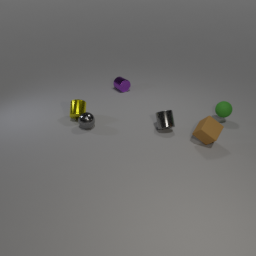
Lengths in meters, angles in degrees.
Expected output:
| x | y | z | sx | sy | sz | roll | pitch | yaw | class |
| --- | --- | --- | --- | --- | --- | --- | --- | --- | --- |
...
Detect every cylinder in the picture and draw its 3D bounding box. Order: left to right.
| x | y | z | sx | sy | sz | roll | pitch | yaw | class |
| --- | --- | --- | --- | --- | --- | --- | --- | --- | --- |
| -2.188 | -0.805 | 12.263 | 0.700 | 0.700 | 0.700 | 0 | 71 | 1 | cylinder |
| -0.329 | -2.387 | 15.323 | 0.700 | 0.700 | 0.700 | -18 | 35 | -29 | cylinder |
| 1.521 | -0.331 | 11.449 | 0.700 | 0.700 | 0.700 | -9 | -4 | -1 | cylinder |

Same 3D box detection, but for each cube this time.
| x | y | z | sx | sy | sz | roll | pitch | yaw | class |
| --- | --- | --- | --- | --- | --- | --- | --- | --- | --- |
| 2.962 | 0.092 | 10.401 | 0.700 | 0.700 | 0.700 | 37 | 67 | -4 | cube |

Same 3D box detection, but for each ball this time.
| x | y | z | sx | sy | sz | roll | pitch | yaw | class |
| --- | --- | --- | --- | --- | --- | --- | --- | --- | --- |
| -1.720 | -0.311 | 11.644 | 0.700 | 0.700 | 0.700 | 0 | 29 | 0 | ball |
| 4.080 | -0.793 | 11.935 | 0.700 | 0.700 | 0.700 | 0 | 29 | 0 | ball |
